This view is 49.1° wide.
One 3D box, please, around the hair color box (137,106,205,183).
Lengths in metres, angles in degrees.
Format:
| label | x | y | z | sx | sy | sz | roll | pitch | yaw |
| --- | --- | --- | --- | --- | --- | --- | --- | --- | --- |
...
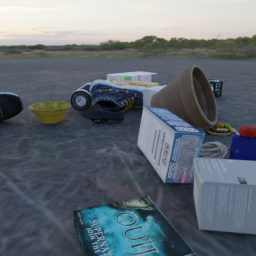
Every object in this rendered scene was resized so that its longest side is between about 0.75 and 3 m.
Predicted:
| label | x | y | z | sx | sy | sz | roll | pitch | yaw |
| --- | --- | --- | --- | --- | --- | --- | --- | --- | --- |
| hair color box | 0.871 | 0.288 | 6.499 | 0.673 | 1.112 | 2.224 | 5 | 16 | -14 |

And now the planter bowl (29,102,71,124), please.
| label | x | y | z | sx | sy | sz | roll | pitch | yaw |
| --- | --- | --- | --- | --- | --- | --- | --- | --- | --- |
| planter bowl | -2.769 | -0.511 | 10.023 | 1.441 | 0.600 | 1.441 | 0 | 18 | 0 |

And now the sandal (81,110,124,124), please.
| label | x | y | z | sx | sy | sz | roll | pitch | yaw |
| --- | --- | --- | --- | --- | --- | --- | --- | --- | --- |
| sandal | -0.902 | -0.336 | 9.916 | 1.507 | 0.361 | 0.567 | 6 | 27 | -9 |

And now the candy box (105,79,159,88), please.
| label | x | y | z | sx | sy | sz | roll | pitch | yaw |
| --- | --- | --- | --- | --- | --- | --- | --- | --- | --- |
| candy box | -0.134 | -1.890 | 14.081 | 2.934 | 0.811 | 1.694 | 10 | 20 | 29 |

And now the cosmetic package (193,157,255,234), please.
| label | x | y | z | sx | sy | sz | roll | pitch | yaw |
| --- | --- | --- | --- | --- | --- | --- | --- | --- | --- |
| cosmetic package | 2.114 | 1.070 | 4.468 | 2.030 | 0.915 | 1.084 | -1 | 14 | 7 |

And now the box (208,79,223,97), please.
| label | x | y | z | sx | sy | sz | roll | pitch | yaw |
| --- | --- | --- | --- | --- | --- | --- | --- | --- | --- |
| box | 4.154 | -2.096 | 14.765 | 1.321 | 0.821 | 0.981 | -6 | 18 | -17 |

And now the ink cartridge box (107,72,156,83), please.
| label | x | y | z | sx | sy | sz | roll | pitch | yaw |
| --- | --- | --- | --- | --- | --- | --- | --- | --- | --- |
| ink cartridge box | 0.292 | -2.804 | 16.827 | 2.776 | 0.935 | 1.626 | -15 | 22 | -39 |

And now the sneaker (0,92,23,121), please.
| label | x | y | z | sx | sy | sz | roll | pitch | yaw |
| --- | --- | --- | --- | --- | --- | --- | --- | --- | --- |
| sneaker | -5.060 | -0.483 | 9.580 | 2.814 | 1.066 | 1.232 | -7 | 25 | 4 |

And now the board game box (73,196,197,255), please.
| label | x | y | z | sx | sy | sz | roll | pitch | yaw |
| --- | --- | --- | --- | --- | --- | --- | --- | --- | --- |
| board game box | 0.074 | 1.601 | 3.762 | 1.311 | 0.273 | 1.939 | -6 | 18 | -19 |

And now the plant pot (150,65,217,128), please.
| label | x | y | z | sx | sy | sz | roll | pitch | yaw |
| --- | --- | --- | --- | --- | --- | --- | --- | --- | --- |
| plant pot | 1.716 | -0.834 | 9.135 | 1.733 | 1.987 | 1.987 | -17 | 6 | 33 |

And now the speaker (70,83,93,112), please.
| label | x | y | z | sx | sy | sz | roll | pitch | yaw |
| --- | --- | --- | --- | --- | --- | --- | --- | --- | --- |
| speaker | -1.850 | -1.395 | 12.372 | 0.921 | 0.921 | 2.268 | 1 | 17 | 3 |

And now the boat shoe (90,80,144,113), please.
| label | x | y | z | sx | sy | sz | roll | pitch | yaw |
| --- | --- | --- | --- | --- | --- | --- | --- | --- | --- |
| boat shoe | -0.180 | -1.059 | 11.484 | 2.815 | 0.996 | 1.278 | 8 | 43 | -22 |

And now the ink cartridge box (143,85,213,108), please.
| label | x | y | z | sx | sy | sz | roll | pitch | yaw |
| --- | --- | --- | --- | --- | --- | --- | --- | --- | --- |
| ink cartridge box | 2.026 | -1.178 | 11.462 | 2.399 | 1.005 | 1.731 | -13 | 22 | -37 |

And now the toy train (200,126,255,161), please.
| label | x | y | z | sx | sy | sz | roll | pitch | yaw |
| --- | --- | --- | --- | --- | --- | --- | --- | --- | --- |
| toy train | 2.717 | 0.451 | 6.395 | 2.523 | 1.068 | 1.460 | 9 | 9 | 28 |

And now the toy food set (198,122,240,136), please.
| label | x | y | z | sx | sy | sz | roll | pitch | yaw |
| --- | --- | --- | --- | --- | --- | --- | --- | --- | --- |
| toy food set | 2.889 | 0.019 | 8.914 | 1.199 | 0.241 | 0.828 | 1 | 17 | 3 |
